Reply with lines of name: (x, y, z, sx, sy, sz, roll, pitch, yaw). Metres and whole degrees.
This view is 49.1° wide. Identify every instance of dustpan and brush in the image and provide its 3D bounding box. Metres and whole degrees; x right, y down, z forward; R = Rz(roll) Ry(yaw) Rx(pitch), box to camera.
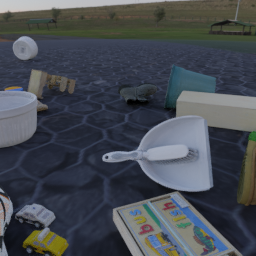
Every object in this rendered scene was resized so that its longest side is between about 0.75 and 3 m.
dustpan and brush: (0.596, 0.633, 6.519, 2.452, 1.711, 0.702, -9, -18, 26)

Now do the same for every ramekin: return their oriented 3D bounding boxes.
ramekin: (-3.999, -0.297, 8.805, 2.330, 1.223, 2.330, 0, 21, 0)
ramekin: (-8.934, -6.836, 24.239, 1.955, 1.955, 0.953, 3, 29, 8)

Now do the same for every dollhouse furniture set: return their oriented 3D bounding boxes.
dollhouse furniture set: (-3.849, -2.007, 13.766, 1.643, 1.245, 1.875, 15, 4, 33)

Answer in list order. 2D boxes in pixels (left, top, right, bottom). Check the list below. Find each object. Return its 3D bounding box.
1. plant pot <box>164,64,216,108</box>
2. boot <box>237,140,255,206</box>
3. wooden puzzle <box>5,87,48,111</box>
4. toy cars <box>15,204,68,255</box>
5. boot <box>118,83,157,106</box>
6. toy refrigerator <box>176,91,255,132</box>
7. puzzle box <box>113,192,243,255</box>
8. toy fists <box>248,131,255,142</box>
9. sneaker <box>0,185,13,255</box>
plant pot: (2.526, -1.533, 11.399, 1.789, 1.827, 1.827, 11, 23, 7)
boot: (3.945, 1.050, 5.786, 2.965, 0.981, 2.597, 11, 25, 24)
wooden puzzle: (-5.126, -1.103, 11.548, 2.685, 0.671, 2.899, -17, 27, -35)
toy cars: (-1.570, 1.724, 4.962, 0.677, 0.334, 1.510, -11, 24, -27)
boot: (0.627, -1.408, 12.550, 1.999, 0.677, 1.306, -7, 39, -25)
toy refrigerator: (3.188, -0.596, 9.970, 2.752, 0.963, 1.045, 8, 30, 20)
puzzle box: (0.782, 1.890, 4.619, 1.456, 0.278, 2.188, -10, 24, -22)
toy fists: (4.267, 0.219, 8.630, 1.178, 0.405, 0.600, -16, 28, -38)
sneaker: (-2.547, 1.393, 4.764, 1.048, 1.137, 2.843, -12, 23, -24)
